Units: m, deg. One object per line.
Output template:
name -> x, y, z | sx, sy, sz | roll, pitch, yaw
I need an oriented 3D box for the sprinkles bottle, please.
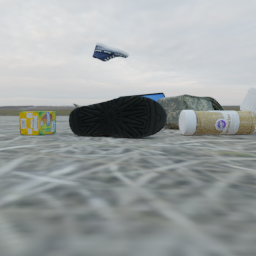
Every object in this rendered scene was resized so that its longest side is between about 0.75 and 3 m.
sprinkles bottle -> 2.477, -0.159, 7.810 | 2.016, 0.688, 0.688 | -1, 3, -8

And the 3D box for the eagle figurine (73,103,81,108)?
eagle figurine -> -1.933, -0.710, 13.276 | 1.242, 1.646, 1.249 | 39, 56, 15

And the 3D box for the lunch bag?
lunch bag -> 2.460, -0.582, 10.724 | 2.154, 1.267, 1.767 | 5, -1, -23

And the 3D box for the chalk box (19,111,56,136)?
chalk box -> -2.491, -0.155, 8.033 | 0.659, 0.662, 1.064 | 1, 5, 19

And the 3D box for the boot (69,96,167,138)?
boot -> -0.043, -0.321, 7.723 | 2.693, 1.013, 2.014 | 1, 3, 24

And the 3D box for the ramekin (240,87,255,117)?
ramekin -> 4.125, -0.495, 8.372 | 1.615, 0.752, 1.615 | 30, 14, -9

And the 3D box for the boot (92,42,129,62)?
boot -> -0.850, -3.508, 13.590 | 1.705, 0.770, 0.620 | 20, 2, 6

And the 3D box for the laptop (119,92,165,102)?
laptop -> 1.138, -1.066, 14.431 | 2.658, 1.549, 2.999 | -7, 5, -10
